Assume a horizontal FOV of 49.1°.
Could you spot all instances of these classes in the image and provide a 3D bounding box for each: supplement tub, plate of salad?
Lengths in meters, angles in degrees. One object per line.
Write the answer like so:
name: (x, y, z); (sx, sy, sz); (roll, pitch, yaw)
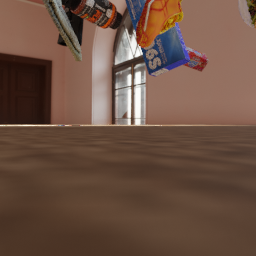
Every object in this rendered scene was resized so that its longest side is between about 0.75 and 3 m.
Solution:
supplement tub: (-0.987, -3.866, 9.217); (1.672, 0.894, 0.894); (14, -9, -40)
plate of salad: (4.160, -3.920, 8.869); (0.388, 1.616, 1.616); (-31, 15, -25)

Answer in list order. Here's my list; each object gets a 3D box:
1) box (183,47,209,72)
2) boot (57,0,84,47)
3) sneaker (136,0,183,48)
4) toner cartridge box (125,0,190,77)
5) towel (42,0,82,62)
box: (2.538, -2.760, 11.122); (1.168, 0.558, 0.582); (13, 41, -22)
boot: (-2.212, -3.899, 9.943); (1.645, 1.996, 0.655); (7, 4, 39)
sneaker: (0.869, -2.833, 6.895); (1.008, 2.614, 0.954); (26, -36, -2)
toner cartridge box: (0.949, -3.305, 9.319); (1.350, 2.842, 0.614); (-20, -7, 26)
towel: (-1.744, -2.994, 6.643); (0.394, 2.194, 2.279); (-25, -19, -2)
